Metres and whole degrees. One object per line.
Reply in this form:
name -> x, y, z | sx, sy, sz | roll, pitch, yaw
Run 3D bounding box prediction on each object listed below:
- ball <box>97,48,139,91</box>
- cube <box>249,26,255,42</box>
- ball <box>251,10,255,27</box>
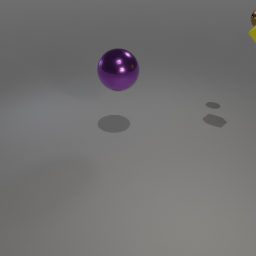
ball -> -0.321, -1.926, 9.325 | 1.400, 1.400, 1.400 | 0, 30, 0
cube -> 4.191, -2.867, 8.273 | 0.700, 0.700, 0.700 | -44, 9, -7
ball -> 4.540, -3.724, 9.485 | 0.700, 0.700, 0.700 | 0, 30, 0
